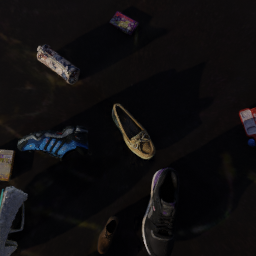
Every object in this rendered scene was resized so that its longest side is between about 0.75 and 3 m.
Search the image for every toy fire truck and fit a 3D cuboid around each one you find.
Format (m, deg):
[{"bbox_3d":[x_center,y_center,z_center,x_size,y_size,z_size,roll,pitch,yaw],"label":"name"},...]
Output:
[{"bbox_3d":[4.346,0.015,8.763,1.323,0.883,1.576,-18,75,20],"label":"toy fire truck"}]

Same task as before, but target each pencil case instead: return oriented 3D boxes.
[{"bbox_3d":[-2.309,-2.120,9.270,1.546,0.692,0.602,38,80,9],"label":"pencil case"}]

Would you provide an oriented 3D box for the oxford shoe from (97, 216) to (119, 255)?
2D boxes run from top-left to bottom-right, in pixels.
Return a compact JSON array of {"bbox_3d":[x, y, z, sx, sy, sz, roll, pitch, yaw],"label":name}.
[{"bbox_3d":[-0.614,3.112,8.125,0.411,0.477,1.131,19,79,3],"label":"oxford shoe"}]

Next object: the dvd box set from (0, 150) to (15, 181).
[{"bbox_3d":[-3.966,1.156,8.762,0.701,0.141,0.958,3,76,1],"label":"dvd box set"}]

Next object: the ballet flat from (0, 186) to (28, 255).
[{"bbox_3d":[-3.486,3.018,7.987,0.947,0.947,2.641,11,77,3],"label":"ballet flat"}]

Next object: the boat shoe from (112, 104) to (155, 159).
[{"bbox_3d":[0.155,0.101,8.767,0.716,0.618,1.964,-31,79,-7],"label":"boat shoe"}]

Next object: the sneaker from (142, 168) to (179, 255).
[{"bbox_3d":[0.958,2.421,7.934,0.994,1.150,2.626,5,77,1],"label":"sneaker"}]

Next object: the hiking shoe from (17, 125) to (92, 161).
[{"bbox_3d":[-2.284,0.551,8.525,2.237,0.832,0.970,-10,81,5],"label":"hiking shoe"}]

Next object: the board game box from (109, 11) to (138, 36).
[{"bbox_3d":[-0.146,-3.715,9.946,0.897,0.145,0.538,30,74,7],"label":"board game box"}]
